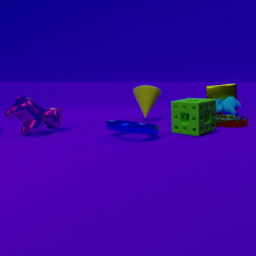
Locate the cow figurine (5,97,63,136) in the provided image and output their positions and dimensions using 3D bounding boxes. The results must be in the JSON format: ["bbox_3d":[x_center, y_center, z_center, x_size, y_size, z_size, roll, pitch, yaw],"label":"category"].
[{"bbox_3d":[-2.367,-0.391,7.350,0.718,1.309,1.288,-14,33,38],"label":"cow figurine"}]

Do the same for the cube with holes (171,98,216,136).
[{"bbox_3d":[1.762,-0.321,7.506,0.840,0.840,0.840,-14,15,-42],"label":"cube with holes"}]

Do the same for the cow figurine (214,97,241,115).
[{"bbox_3d":[3.423,-0.828,9.917,0.994,0.978,0.546,-49,8,-27],"label":"cow figurine"}]

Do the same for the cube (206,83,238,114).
[{"bbox_3d":[3.778,-1.164,11.198,1.115,1.115,1.115,-2,7,23],"label":"cube"}]

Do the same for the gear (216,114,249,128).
[{"bbox_3d":[3.111,-0.234,8.909,1.309,0.242,1.309,0,10,0],"label":"gear"}]

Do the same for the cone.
[{"bbox_3d":[0.612,-0.785,9.399,0.946,0.949,0.946,4,-19,1],"label":"cone"}]

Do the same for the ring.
[{"bbox_3d":[0.114,-0.016,6.984,1.348,0.270,1.348,6,0,0],"label":"ring"}]
